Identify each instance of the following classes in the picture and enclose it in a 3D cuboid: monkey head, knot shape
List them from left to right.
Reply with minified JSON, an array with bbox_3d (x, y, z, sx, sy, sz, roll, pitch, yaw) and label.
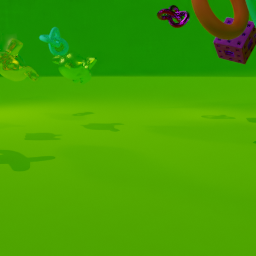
[{"bbox_3d":[-3.118,-1.843,7.677,1.452,1.045,0.875,27,-1,8],"label":"monkey head"},{"bbox_3d":[-3.018,-3.562,11.764,0.561,1.135,1.213,-26,17,37],"label":"knot shape"},{"bbox_3d":[-1.611,-2.078,9.067,1.697,1.221,1.023,17,-24,36],"label":"monkey head"},{"bbox_3d":[1.866,-4.330,10.927,1.280,0.591,1.198,-17,46,-33],"label":"knot shape"}]

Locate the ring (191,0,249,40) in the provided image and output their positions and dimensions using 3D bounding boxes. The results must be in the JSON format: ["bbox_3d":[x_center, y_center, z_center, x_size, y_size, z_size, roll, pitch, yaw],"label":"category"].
[{"bbox_3d":[2.463,-3.268,7.403,1.928,1.928,0.386,-7,-6,-29],"label":"ring"}]

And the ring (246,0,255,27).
[{"bbox_3d":[2.624,-2.167,5.122,0.379,1.896,1.896,-25,4,18],"label":"ring"}]

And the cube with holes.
[{"bbox_3d":[3.867,-3.107,10.019,1.051,1.051,1.051,27,-5,34],"label":"cube with holes"}]
